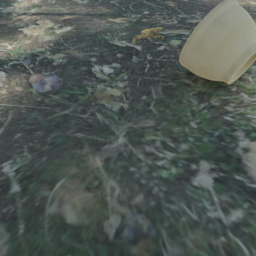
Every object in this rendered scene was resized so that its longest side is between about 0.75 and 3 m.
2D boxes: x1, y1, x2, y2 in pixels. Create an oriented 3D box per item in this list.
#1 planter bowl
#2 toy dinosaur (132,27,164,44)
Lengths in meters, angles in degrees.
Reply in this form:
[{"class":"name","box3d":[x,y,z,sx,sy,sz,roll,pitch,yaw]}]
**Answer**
[{"class":"planter bowl","box3d":[2.990,-2.367,8.529,2.398,2.398,1.614,-32,71,-33]},{"class":"toy dinosaur","box3d":[0.883,-3.436,10.036,1.594,0.464,0.806,-31,46,-25]}]
